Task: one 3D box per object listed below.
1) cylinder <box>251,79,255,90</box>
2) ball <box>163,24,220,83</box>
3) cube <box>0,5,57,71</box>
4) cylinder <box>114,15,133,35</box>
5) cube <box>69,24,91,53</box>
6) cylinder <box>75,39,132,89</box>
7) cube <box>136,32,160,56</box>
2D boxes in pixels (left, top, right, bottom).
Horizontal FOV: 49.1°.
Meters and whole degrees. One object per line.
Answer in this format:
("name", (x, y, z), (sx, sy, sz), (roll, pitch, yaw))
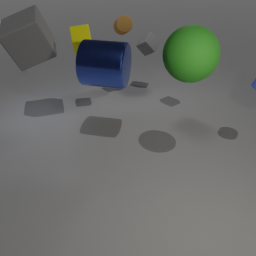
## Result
("cylinder", (4.266, -1.427, 8.515), (0.700, 0.700, 0.700), (19, 31, -12))
("ball", (1.564, -1.831, 6.971), (1.400, 1.400, 1.400), (0, 30, 0))
("cube", (-3.470, -3.136, 9.774), (1.400, 1.400, 1.400), (-22, 47, 3))
("cylinder", (-0.218, -4.400, 11.999), (0.700, 0.700, 0.700), (-7, 11, -12))
("cube", (-1.737, -3.314, 10.415), (0.700, 0.700, 0.700), (-11, 74, -6))
("cylinder", (-0.708, -1.958, 8.607), (1.400, 1.400, 1.400), (7, 30, 10))
("cube", (0.944, -3.976, 13.270), (0.700, 0.700, 0.700), (-8, 49, 50))
